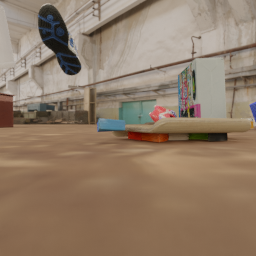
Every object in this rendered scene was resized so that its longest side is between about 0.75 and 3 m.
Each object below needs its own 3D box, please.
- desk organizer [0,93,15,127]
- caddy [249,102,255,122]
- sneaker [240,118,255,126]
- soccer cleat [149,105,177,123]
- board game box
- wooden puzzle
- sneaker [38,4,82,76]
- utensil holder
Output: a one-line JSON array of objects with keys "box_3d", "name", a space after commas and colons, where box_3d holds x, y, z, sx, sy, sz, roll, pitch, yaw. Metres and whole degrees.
[{"box_3d": [-5.111, -0.548, 8.942, 2.757, 1.061, 0.989, 0, 1, 13], "name": "desk organizer"}, {"box_3d": [3.423, -0.354, 6.265, 1.110, 0.824, 1.570, -23, -3, 12], "name": "caddy"}, {"box_3d": [5.612, -0.285, 13.343, 1.024, 0.409, 0.667, -10, 11, -10], "name": "sneaker"}, {"box_3d": [1.519, -0.302, 10.597, 0.867, 0.756, 2.266, 41, 10, 23], "name": "soccer cleat"}, {"box_3d": [2.419, -1.052, 9.578, 0.904, 2.076, 2.814, -2, 0, 0], "name": "board game box"}, {"box_3d": [0.362, 0.031, 2.095, 1.294, 0.151, 0.873, 0, -3, -16], "name": "wooden puzzle"}, {"box_3d": [-2.699, -3.432, 10.939, 1.069, 2.824, 1.088, -17, 42, -1], "name": "sneaker"}, {"box_3d": [-3.102, -1.907, 6.036, 1.093, 1.287, 1.093, -5, 16, 1], "name": "utensil holder"}]
